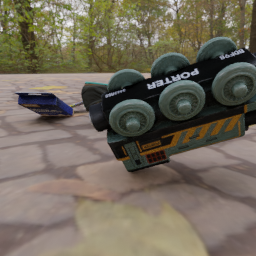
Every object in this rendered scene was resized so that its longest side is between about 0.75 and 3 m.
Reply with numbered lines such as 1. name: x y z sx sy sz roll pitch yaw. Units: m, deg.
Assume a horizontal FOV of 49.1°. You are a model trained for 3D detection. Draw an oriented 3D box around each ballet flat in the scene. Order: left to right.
1. ballet flat: 0.052 -0.692 7.047 2.603 0.890 0.885 2 -2 19

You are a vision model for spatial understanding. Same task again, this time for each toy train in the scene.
1. toy train: 0.732 -0.247 3.829 2.425 1.382 1.033 -17 41 7

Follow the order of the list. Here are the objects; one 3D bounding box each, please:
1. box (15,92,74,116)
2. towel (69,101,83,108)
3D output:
1. box: -2.290 -0.631 7.821 1.066 0.285 1.759 2 -10 7
2. towel: -1.724 -0.774 9.253 1.056 0.120 0.759 -20 4 -10
